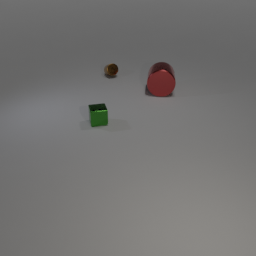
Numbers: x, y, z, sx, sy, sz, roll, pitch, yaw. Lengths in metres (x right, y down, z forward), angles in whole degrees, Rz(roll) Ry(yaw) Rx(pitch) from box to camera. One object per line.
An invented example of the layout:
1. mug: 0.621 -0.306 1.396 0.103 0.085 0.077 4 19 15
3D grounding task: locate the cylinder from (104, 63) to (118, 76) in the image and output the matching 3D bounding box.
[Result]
1. cylinder: -0.992 -3.420 16.459 0.700 0.700 0.700 -10 12 -18

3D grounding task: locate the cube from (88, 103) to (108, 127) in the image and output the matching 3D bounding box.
1. cube: -1.221 -0.534 11.490 0.700 0.700 0.700 -7 30 -12

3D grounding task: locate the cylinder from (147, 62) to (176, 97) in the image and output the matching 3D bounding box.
1. cylinder: 1.690 -2.487 14.239 1.400 1.400 1.400 3 30 5
